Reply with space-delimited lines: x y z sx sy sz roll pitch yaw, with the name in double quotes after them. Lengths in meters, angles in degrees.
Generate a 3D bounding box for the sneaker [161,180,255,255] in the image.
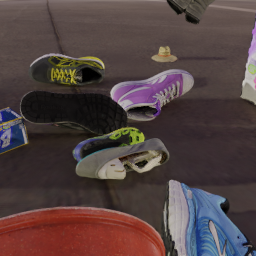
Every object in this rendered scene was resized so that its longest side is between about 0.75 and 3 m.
1.113 1.695 3.501 1.275 1.111 2.835 5 30 2 "sneaker"

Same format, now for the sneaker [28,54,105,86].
-2.139 -2.072 10.102 2.788 1.038 1.180 -9 31 -15 "sneaker"

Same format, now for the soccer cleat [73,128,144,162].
-0.422 0.358 6.359 1.784 0.577 0.746 -15 6 -36 "soccer cleat"

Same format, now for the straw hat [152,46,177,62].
1.719 -3.562 13.199 1.310 0.554 1.310 1 29 0 "straw hat"

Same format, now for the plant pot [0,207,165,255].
-0.481 2.123 1.896 2.233 2.233 2.171 -6 39 -11 "plant pot"

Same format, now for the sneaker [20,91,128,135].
-1.342 -0.399 7.253 2.644 1.001 1.158 10 -7 -16 "sneaker"

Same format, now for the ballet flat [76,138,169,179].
-0.042 0.696 5.686 1.975 0.665 0.629 -15 43 -22 "ballet flat"

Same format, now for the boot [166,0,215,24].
1.413 -3.713 7.165 1.967 1.285 0.666 42 0 -2 "boot"

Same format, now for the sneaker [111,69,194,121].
0.960 -0.857 8.232 2.650 0.960 1.511 -17 38 -12 "sneaker"

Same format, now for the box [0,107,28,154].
-3.520 0.313 6.219 2.336 0.751 0.818 -26 38 -36 "box"

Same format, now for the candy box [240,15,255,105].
4.504 -1.752 7.812 0.976 2.729 2.289 -13 32 -19 "candy box"
